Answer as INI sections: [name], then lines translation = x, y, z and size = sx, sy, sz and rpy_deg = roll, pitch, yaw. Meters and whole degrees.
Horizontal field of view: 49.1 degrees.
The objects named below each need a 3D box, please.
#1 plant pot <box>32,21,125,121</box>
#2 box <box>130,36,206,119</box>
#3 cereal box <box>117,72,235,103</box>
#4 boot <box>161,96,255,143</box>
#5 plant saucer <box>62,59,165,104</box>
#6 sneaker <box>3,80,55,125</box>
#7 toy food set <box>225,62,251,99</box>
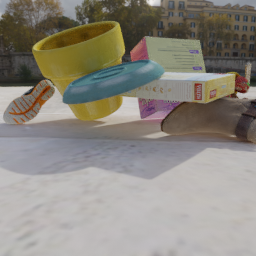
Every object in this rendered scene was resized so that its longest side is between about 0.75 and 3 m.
[plant pot]
translation = -1.342, -1.835, 9.446
size = 2.848, 2.679, 2.848
rpy_deg = -12, 30, 7
[box]
translation = 1.499, -1.715, 9.884
size = 2.251, 2.559, 1.237
rpy_deg = -5, -9, -25
[cereal box]
translation = 1.068, -1.132, 7.321
size = 2.866, 0.566, 2.062
rpy_deg = 10, 19, 36
[boot]
translation = 2.358, -0.149, 6.823
size = 2.572, 0.903, 1.881
rpy_deg = -25, 34, -22
[plant saucer]
translation = -0.418, -1.249, 7.072
size = 2.688, 0.368, 2.688
rpy_deg = -15, 20, 6
[sneaker]
translation = -3.321, -0.791, 9.335
size = 0.820, 0.832, 2.125
rpy_deg = -12, 28, 41
[toy food set]
translation = 3.001, -0.817, 8.541
size = 2.627, 1.546, 0.858
rpy_deg = -28, 52, -10
